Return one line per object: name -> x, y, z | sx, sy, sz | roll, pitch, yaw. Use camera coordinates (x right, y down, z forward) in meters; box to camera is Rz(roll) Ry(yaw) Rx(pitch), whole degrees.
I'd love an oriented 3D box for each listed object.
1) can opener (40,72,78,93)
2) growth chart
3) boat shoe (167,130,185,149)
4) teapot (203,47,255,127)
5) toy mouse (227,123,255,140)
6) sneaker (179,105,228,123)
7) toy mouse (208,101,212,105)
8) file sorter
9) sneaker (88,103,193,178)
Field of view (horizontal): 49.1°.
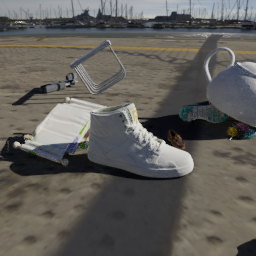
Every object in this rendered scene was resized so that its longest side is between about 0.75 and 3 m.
can opener -> -3.176, -2.160, 13.059 | 0.526, 0.660, 1.974 | 17, 28, 34
growth chart -> -1.574, -0.015, 7.521 | 1.771, 0.217, 2.448 | 21, 47, 16
boat shoe -> 1.324, 0.307, 7.795 | 0.277, 0.276, 0.786 | -7, 25, -22
teapot -> 3.791, -1.305, 8.840 | 2.446, 1.786, 2.414 | 15, 26, -18
toy mouse -> 3.498, 0.068, 8.412 | 1.014, 0.221, 1.141 | 4, 23, 9
sneaker -> 2.531, -0.569, 9.475 | 1.628, 0.632, 0.743 | 6, 16, 4
toy mouse -> 4.009, -1.231, 11.092 | 2.560, 0.495, 2.275 | -7, 24, -15
file sorter -> -1.199, -2.646, 12.161 | 1.808, 1.623, 2.606 | -31, 18, 5
sneaker -> 0.255, 0.207, 6.487 | 2.602, 1.503, 0.958 | 8, 23, 14
